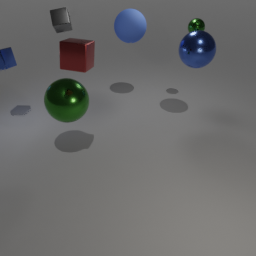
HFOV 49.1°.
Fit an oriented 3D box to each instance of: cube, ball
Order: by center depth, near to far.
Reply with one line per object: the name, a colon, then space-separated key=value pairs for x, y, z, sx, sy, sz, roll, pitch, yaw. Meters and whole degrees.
cube: x=-1.298 y=-1.884 z=7.210 sx=0.700 sy=0.700 sz=0.700 roll=9 pitch=26 yaw=8
ball: x=-1.925 y=-0.868 z=8.844 sx=1.400 sy=1.400 sz=1.400 roll=0 pitch=31 yaw=0
cube: x=-4.728 y=-2.558 z=10.434 sx=0.700 sy=0.700 sz=0.700 roll=-5 pitch=23 yaw=15
ball: x=2.633 y=-2.984 z=10.667 sx=1.400 sy=1.400 sz=1.400 roll=0 pitch=31 yaw=0
ball: x=2.839 y=-4.184 z=11.627 sx=0.700 sy=0.700 sz=0.700 roll=0 pitch=31 yaw=0
cube: x=-2.769 y=-4.467 z=11.636 sx=0.700 sy=0.700 sz=0.700 roll=-12 pitch=-5 yaw=-2
ball: x=0.096 y=-4.388 z=12.082 sx=1.400 sy=1.400 sz=1.400 roll=0 pitch=31 yaw=0
